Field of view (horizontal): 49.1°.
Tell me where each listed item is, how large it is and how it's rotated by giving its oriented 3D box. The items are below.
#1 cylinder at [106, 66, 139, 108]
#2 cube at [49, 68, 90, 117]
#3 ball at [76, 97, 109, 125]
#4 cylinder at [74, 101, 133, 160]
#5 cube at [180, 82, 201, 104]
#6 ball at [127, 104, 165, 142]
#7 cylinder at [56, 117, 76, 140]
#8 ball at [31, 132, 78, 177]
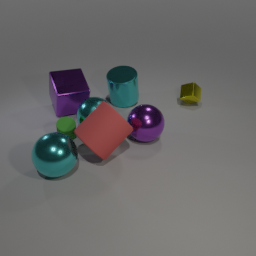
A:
[{"bbox_3d":[-0.223,-1.903,12.874,1.400,1.400,1.400,-3,47,3],"label":"cylinder"},{"bbox_3d":[-2.554,-1.537,12.102,1.400,1.400,1.400,-12,58,-23],"label":"cube"},{"bbox_3d":[-1.299,-0.519,10.908,1.400,1.400,1.400,0,31,0],"label":"ball"},{"bbox_3d":[-0.790,0.078,9.196,1.400,1.400,1.400,-47,43,-3],"label":"cylinder"},{"bbox_3d":[2.892,-1.600,12.909,0.700,0.700,0.700,-8,-24,42],"label":"cube"},{"bbox_3d":[0.649,-0.183,10.341,1.400,1.400,1.400,0,31,0],"label":"ball"},{"bbox_3d":[-2.297,0.052,10.435,0.700,0.700,0.700,5,53,-6],"label":"cylinder"},{"bbox_3d":[-2.262,0.823,8.688,1.400,1.400,1.400,0,31,0],"label":"ball"}]
